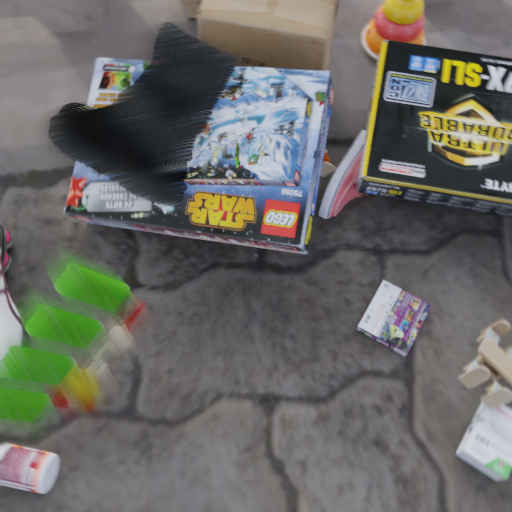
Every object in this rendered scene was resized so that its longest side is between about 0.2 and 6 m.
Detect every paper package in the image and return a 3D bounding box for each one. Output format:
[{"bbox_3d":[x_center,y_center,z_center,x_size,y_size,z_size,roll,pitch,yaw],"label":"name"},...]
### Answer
[{"bbox_3d":[0.215,-4.088,11.423,2.556,2.436,1.322,11,60,6],"label":"paper package"}]

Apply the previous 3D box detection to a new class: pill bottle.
[{"bbox_3d":[-3.785,3.346,8.880,1.111,0.609,0.609,10,65,5],"label":"pill bottle"}]

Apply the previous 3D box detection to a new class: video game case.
[{"bbox_3d":[2.504,1.117,10.185,0.982,0.194,1.083,28,67,13],"label":"video game case"}]

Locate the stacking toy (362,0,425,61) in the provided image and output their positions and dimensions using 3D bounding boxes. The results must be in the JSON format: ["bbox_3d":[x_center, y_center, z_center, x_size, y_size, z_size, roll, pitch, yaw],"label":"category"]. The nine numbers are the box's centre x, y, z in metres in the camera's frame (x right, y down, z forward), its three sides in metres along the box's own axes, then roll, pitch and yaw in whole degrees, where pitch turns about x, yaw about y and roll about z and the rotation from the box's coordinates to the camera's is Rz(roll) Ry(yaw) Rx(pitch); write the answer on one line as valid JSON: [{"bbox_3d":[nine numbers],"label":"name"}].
[{"bbox_3d":[3.202,-5.373,12.320,1.458,1.996,1.458,0,63,0],"label":"stacking toy"}]

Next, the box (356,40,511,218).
[{"bbox_3d":[3.896,-2.354,10.542,3.602,0.889,2.876,11,76,4],"label":"box"}]

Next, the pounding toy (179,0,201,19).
[{"bbox_3d":[-0.784,-6.376,13.357,1.888,1.342,1.738,1,63,12],"label":"pounding toy"}]

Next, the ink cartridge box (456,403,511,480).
[{"bbox_3d":[3.878,2.988,9.145,0.753,0.434,1.032,32,68,15],"label":"ink cartridge box"}]

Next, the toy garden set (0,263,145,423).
[{"bbox_3d":[-2.071,1.006,6.277,0.370,1.544,1.852,37,91,33],"label":"toy garden set"}]

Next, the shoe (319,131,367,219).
[{"bbox_3d":[2.128,-1.497,11.122,1.004,0.788,2.206,27,66,13],"label":"shoe"}]

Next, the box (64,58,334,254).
[{"bbox_3d":[-1.062,-1.898,10.338,4.562,0.910,3.123,9,84,15],"label":"box"}]

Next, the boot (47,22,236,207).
[{"bbox_3d":[-1.692,-2.252,8.031,3.007,1.131,2.248,30,109,30],"label":"boot"}]

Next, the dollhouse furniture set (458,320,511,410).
[{"bbox_3d":[4.333,1.898,9.148,1.470,0.956,1.350,45,47,6],"label":"dollhouse furniture set"}]

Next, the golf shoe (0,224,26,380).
[{"bbox_3d":[-4.938,0.620,9.786,1.234,1.408,3.197,-15,67,-8],"label":"golf shoe"}]

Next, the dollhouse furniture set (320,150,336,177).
[{"bbox_3d":[0.308,-2.109,10.810,1.887,0.983,1.908,-31,77,22],"label":"dollhouse furniture set"}]
